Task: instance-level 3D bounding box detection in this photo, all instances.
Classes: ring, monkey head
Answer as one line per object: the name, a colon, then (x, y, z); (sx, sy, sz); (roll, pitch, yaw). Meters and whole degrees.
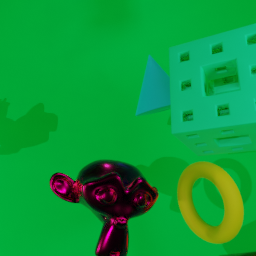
ring: (1.251, 1.165, 4.435); (0.254, 1.271, 1.271); (-5, 70, -31)
monkey head: (-0.252, 1.165, 4.255); (1.875, 1.130, 1.349); (12, 82, -19)

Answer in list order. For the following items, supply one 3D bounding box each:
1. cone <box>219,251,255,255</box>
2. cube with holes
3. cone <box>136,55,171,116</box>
cone: (2.040, 2.334, 4.662); (1.055, 1.059, 1.055); (10, 35, -7)
cube with holes: (1.226, -0.366, 3.423); (1.107, 1.107, 1.107); (-9, 68, 27)
cone: (0.561, -0.917, 5.564); (1.118, 1.118, 1.122); (-14, 88, -4)
